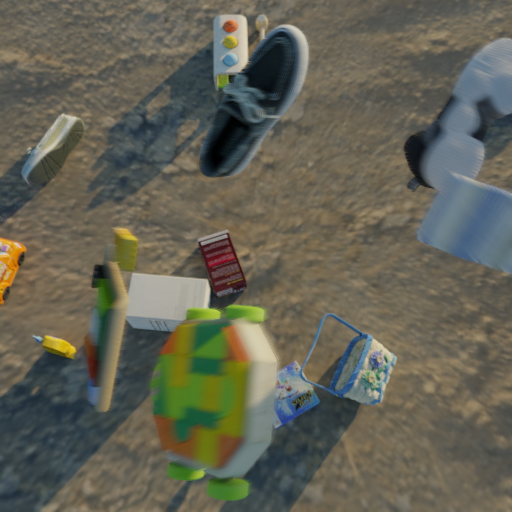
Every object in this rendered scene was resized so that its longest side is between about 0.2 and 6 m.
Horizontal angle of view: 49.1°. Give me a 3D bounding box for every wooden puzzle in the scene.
[{"bbox_3d":[-2.256,0.971,8.255,0.368,2.121,3.145,6,107,-21],"label":"wooden puzzle"}]

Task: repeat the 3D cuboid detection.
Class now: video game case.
[{"bbox_3d":[0.553,2.594,10.467,0.969,0.220,0.878,-28,72,-11],"label":"video game case"}]

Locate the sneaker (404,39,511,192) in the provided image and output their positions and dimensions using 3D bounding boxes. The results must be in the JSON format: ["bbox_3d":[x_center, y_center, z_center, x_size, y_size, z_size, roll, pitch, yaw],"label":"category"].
[{"bbox_3d":[3.486,-2.363,9.763,1.073,1.618,2.843,30,86,-11],"label":"sneaker"}]

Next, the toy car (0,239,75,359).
[{"bbox_3d":[-4.482,0.648,10.832,2.961,0.985,1.452,30,72,12],"label":"toy car"}]

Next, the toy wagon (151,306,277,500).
[{"bbox_3d":[-0.830,1.935,7.945,0.612,3.094,2.400,14,76,-36],"label":"toy wagon"}]

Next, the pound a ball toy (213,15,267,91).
[{"bbox_3d":[-0.353,-4.909,13.113,1.288,0.839,1.976,-1,69,0],"label":"pound a ball toy"}]

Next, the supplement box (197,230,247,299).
[{"bbox_3d":[-0.690,0.166,11.343,0.675,0.378,1.240,-17,69,-7],"label":"supplement box"}]

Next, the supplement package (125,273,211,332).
[{"bbox_3d":[-1.669,0.934,10.766,1.465,0.878,0.889,5,68,2],"label":"supplement package"}]

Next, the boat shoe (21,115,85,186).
[{"bbox_3d":[-4.492,-2.326,12.197,0.611,0.702,1.905,21,66,15],"label":"boat shoe"}]

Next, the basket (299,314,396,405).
[{"bbox_3d":[1.693,1.938,10.267,1.536,1.068,1.354,25,70,0],"label":"basket"}]

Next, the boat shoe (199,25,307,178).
[{"bbox_3d":[-0.140,-2.418,8.964,0.988,0.914,2.676,41,115,7],"label":"boat shoe"}]

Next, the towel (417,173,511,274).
[{"bbox_3d":[3.074,-0.357,7.291,1.687,1.239,0.201,22,49,10],"label":"towel"}]
